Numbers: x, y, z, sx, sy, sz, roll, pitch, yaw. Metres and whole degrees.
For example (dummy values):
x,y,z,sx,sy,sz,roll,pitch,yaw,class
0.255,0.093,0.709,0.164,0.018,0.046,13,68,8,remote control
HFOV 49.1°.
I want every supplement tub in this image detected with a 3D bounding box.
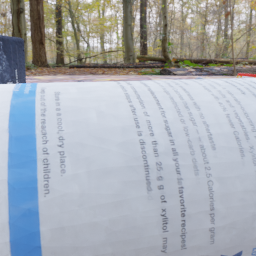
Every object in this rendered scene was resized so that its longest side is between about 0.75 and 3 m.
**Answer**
x,y,z,sx,sy,sz,roll,pitch,yaw,class
0.189,0.382,1.984,2.210,1.458,1.458,-4,13,-14,supplement tub

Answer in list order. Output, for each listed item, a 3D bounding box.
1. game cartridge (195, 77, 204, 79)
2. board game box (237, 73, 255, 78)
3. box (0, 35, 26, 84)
x,y,z,sx,sy,sz,roll,pitch,yaw,class
3.155,-1.091,9.038,2.197,0.449,1.463,23,14,10,game cartridge
4.836,-0.948,8.419,2.231,0.682,2.945,17,11,-9,board game box
-2.405,-0.273,3.761,1.177,1.971,2.004,5,14,15,box
